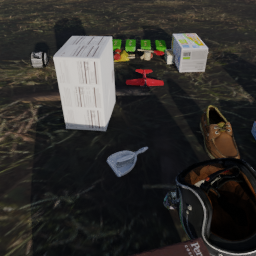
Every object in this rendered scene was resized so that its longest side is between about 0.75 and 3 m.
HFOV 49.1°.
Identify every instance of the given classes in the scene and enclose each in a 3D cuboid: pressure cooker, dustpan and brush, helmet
[{"bbox_3d":[-3.925,-3.067,12.561,0.798,0.702,0.713,-2,21,-4],"label":"pressure cooker"},{"bbox_3d":[0.062,0.796,7.521,1.107,0.317,0.772,-18,40,-24],"label":"dustpan and brush"},{"bbox_3d":[1.776,1.565,5.296,1.770,1.688,1.770,-20,7,2],"label":"helmet"}]

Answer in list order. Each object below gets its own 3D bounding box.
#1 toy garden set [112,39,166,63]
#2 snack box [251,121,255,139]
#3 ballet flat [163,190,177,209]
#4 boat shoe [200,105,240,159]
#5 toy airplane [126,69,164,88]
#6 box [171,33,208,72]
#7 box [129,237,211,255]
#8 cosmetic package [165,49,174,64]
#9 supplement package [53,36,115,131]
[{"bbox_3d":[0.490,-3.690,13.611,2.702,0.539,2.253,1,34,1],"label":"toy garden set"},{"bbox_3d":[4.460,0.287,8.104,1.348,0.456,1.137,3,35,0],"label":"snack box"},{"bbox_3d":[1.489,1.548,6.360,1.363,0.490,0.490,-6,36,-8],"label":"ballet flat"},{"bbox_3d":[2.564,0.167,8.011,0.804,0.759,2.234,-5,36,-6],"label":"boat shoe"},{"bbox_3d":[0.705,-2.046,11.490,1.564,0.288,1.564,2,36,-1],"label":"toy airplane"},{"bbox_3d":[2.737,-3.481,12.802,1.182,1.065,2.101,-3,36,-4],"label":"box"},{"bbox_3d":[-0.001,2.722,3.880,2.934,1.100,1.469,-5,40,-21],"label":"box"},{"bbox_3d":[1.940,-3.370,13.211,0.291,0.430,0.818,-1,37,-2],"label":"cosmetic package"},{"bbox_3d":[-1.234,-1.424,8.804,1.330,2.398,1.868,4,36,6],"label":"supplement package"}]
